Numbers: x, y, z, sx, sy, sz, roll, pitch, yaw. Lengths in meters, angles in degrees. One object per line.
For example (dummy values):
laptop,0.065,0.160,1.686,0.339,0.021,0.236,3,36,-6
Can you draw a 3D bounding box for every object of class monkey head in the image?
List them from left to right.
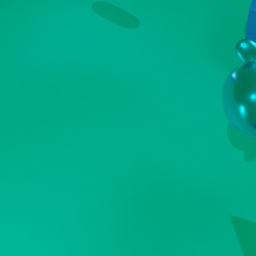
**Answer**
monkey head,2.035,-0.428,4.099,1.233,1.033,1.714,-11,78,19

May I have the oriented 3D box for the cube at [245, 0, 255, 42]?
cube,3.476,-2.664,6.558,1.101,1.101,1.101,15,67,23
